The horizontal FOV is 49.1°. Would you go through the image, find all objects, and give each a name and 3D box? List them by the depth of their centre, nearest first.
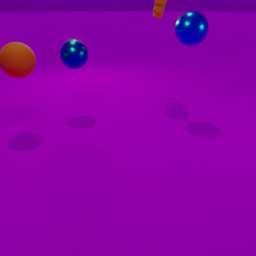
[{"bbox_3d":[-3.224,-1.974,8.169,1.024,1.024,1.024,0,25,0],"label":"ball"},{"bbox_3d":[2.016,-3.155,8.904,1.061,1.061,1.061,0,25,0],"label":"ball"},{"bbox_3d":[-1.808,-2.460,9.409,0.949,0.949,0.949,0,25,0],"label":"ball"},{"bbox_3d":[1.289,-4.923,10.380,0.291,1.574,1.574,17,27,6],"label":"gear"}]
